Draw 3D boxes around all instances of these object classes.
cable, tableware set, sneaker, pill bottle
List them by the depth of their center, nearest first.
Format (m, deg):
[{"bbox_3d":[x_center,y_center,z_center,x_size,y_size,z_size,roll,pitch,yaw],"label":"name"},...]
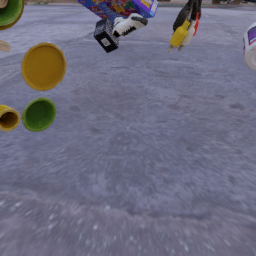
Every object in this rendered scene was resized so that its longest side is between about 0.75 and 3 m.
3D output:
[{"bbox_3d":[-1.262,-0.916,3.371,0.328,2.137,1.440,30,21,38],"label":"tableware set"},{"bbox_3d":[0.035,-2.011,5.599,0.353,0.383,0.958,22,-6,-38],"label":"sneaker"},{"bbox_3d":[3.433,-2.182,7.267,0.828,0.828,1.485,7,44,13],"label":"pill bottle"},{"bbox_3d":[1.957,-3.332,7.774,1.388,2.859,0.719,-38,80,-26],"label":"cable"}]

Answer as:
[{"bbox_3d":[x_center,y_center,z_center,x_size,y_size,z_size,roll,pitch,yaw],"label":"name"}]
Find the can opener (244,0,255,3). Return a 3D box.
[{"bbox_3d":[3.033,-4.449,7.962,0.954,0.769,2.426,-36,64,-19],"label":"can opener"}]

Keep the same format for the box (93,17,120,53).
[{"bbox_3d":[-0.651,-2.899,8.756,0.464,0.753,0.747,-16,49,27],"label":"box"}]

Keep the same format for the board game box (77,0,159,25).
[{"bbox_3d":[-0.363,-3.954,8.805,1.500,0.500,2.232,22,-5,-41],"label":"board game box"}]
